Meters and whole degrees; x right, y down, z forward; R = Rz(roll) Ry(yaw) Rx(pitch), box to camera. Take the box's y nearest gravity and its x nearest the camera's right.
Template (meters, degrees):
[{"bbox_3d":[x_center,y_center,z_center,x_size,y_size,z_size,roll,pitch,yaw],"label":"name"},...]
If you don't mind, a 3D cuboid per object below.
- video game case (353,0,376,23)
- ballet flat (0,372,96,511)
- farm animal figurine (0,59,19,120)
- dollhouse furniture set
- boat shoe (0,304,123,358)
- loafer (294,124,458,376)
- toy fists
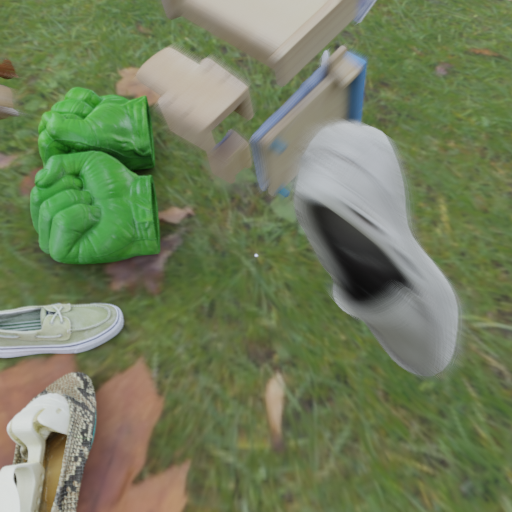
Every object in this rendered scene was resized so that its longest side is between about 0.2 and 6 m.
[{"bbox_3d":[1.237,-4.049,7.171,1.466,1.609,0.185,23,41,-21],"label":"video game case"},{"bbox_3d":[-2.407,2.401,6.222,0.946,1.050,2.788,-15,50,15],"label":"ballet flat"},{"bbox_3d":[-3.032,-1.584,5.968,0.792,1.503,1.519,30,10,-14],"label":"farm animal figurine"},{"bbox_3d":[-0.118,-1.781,6.420,1.642,2.516,2.375,37,74,23],"label":"dollhouse furniture set"},{"bbox_3d":[-2.811,0.977,7.708,1.895,0.588,0.682,-11,52,-9],"label":"boat shoe"},{"bbox_3d":[0.990,0.199,4.645,0.926,2.648,0.924,-1,44,42],"label":"loafer"},{"bbox_3d":[-2.671,-1.433,9.202,1.925,1.298,3.776,-8,53,-5],"label":"toy fists"}]
